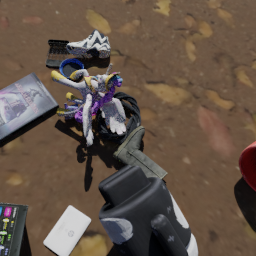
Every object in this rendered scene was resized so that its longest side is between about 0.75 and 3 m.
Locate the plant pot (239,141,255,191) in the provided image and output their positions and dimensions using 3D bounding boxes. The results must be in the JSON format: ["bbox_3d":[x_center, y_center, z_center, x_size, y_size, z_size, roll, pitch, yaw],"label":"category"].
[{"bbox_3d":[4.297,0.820,7.656,1.682,1.901,1.901,-36,69,-28],"label":"plant pot"}]

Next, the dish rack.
[{"bbox_3d":[-2.565,-2.699,10.138,0.818,0.291,1.066,4,64,3],"label":"dish rack"}]

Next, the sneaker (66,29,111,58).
[{"bbox_3d":[-1.407,-3.110,10.156,1.553,0.620,1.010,0,63,0],"label":"sneaker"}]

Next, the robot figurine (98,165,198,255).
[{"bbox_3d":[0.445,2.197,6.331,1.706,2.054,2.734,-29,92,21],"label":"robot figurine"}]

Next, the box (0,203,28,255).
[{"bbox_3d":[-3.566,2.440,6.568,2.073,1.540,1.289,12,62,-21],"label":"box"}]

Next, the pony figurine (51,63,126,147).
[{"bbox_3d":[-1.126,-0.753,8.331,2.300,2.220,1.915,6,18,32],"label":"pony figurine"}]

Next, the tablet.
[{"bbox_3d":[-1.627,2.788,7.559,0.767,0.080,1.179,29,68,13],"label":"tablet"}]

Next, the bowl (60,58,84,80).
[{"bbox_3d":[-1.970,-2.062,9.841,0.822,0.161,0.822,3,67,-7],"label":"bowl"}]

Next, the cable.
[{"bbox_3d":[-0.281,-0.311,8.939,1.433,0.446,1.757,-8,66,-12],"label":"cable"}]

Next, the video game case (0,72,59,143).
[{"bbox_3d":[-3.700,-0.685,9.192,2.349,0.223,1.678,-35,69,-15],"label":"video game case"}]

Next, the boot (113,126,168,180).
[{"bbox_3d":[0.520,0.873,8.230,1.554,0.564,1.413,36,83,23],"label":"boot"}]
